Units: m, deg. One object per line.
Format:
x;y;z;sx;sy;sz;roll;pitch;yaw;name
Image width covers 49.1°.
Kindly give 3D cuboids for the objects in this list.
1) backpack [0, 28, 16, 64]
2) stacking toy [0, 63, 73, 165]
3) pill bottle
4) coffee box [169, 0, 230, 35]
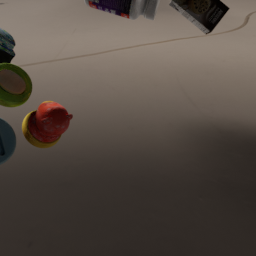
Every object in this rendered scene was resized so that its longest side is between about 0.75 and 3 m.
-2.824;-1.767;5.841;0.868;0.697;0.949;22;18;-44;backpack
-1.771;-0.281;4.076;1.703;1.541;0.719;-28;3;-41;stacking toy
-0.144;-4.528;9.547;2.450;1.365;1.365;18;36;3;pill bottle
2.188;-3.770;8.683;1.575;0.890;0.629;36;9;-5;coffee box
